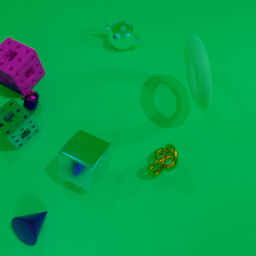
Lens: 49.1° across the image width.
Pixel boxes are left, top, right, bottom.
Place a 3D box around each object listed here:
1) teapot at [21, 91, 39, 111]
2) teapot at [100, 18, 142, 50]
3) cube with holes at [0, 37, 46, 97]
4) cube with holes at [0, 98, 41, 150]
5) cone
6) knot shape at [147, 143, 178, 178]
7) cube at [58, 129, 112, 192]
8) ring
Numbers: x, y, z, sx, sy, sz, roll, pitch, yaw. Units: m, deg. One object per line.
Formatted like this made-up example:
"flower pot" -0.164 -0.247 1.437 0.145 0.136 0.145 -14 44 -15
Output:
"teapot" -3.084 -0.867 8.774 0.515 1.051 0.654 13 89 -21
"teapot" -0.255 -3.364 9.876 1.661 0.813 1.033 28 71 6
"cube with holes" -3.597 -1.957 9.022 1.132 1.132 1.132 27 66 15
"cube with holes" -3.343 -0.101 8.322 0.917 0.917 0.917 39 71 16
"cone" -2.411 2.443 7.352 0.863 0.863 0.866 33 34 14
"knot shape" 1.031 0.853 7.944 0.534 1.156 1.081 41 29 -6
"cube" -1.171 0.869 7.593 1.031 1.031 1.031 24 43 12
"ring" 1.966 -1.557 7.965 0.415 2.077 2.077 -11 65 7
